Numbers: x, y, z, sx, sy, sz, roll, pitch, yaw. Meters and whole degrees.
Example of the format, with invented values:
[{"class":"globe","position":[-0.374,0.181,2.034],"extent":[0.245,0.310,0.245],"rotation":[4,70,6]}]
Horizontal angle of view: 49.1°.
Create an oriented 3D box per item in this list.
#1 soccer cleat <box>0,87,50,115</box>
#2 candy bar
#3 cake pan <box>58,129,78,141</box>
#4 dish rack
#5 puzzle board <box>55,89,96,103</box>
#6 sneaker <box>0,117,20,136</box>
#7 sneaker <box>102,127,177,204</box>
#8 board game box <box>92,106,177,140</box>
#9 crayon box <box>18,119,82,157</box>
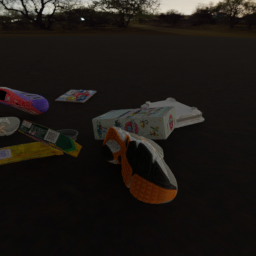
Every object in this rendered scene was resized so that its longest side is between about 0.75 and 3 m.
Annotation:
[{"class":"soccer cleat","position":[-3.474,-0.873,8.965],"extent":[2.001,0.683,0.732],"rotation":[17,6,14]},{"class":"candy bar","position":[-2.365,0.552,6.180],"extent":[1.816,0.201,0.453],"rotation":[-10,66,-26]},{"class":"cake pan","position":[-1.714,0.252,7.206],"extent":[0.878,0.161,0.878],"rotation":[-5,19,2]},{"class":"dish rack","position":[1.360,-0.554,9.003],"extent":[1.580,0.401,1.841],"rotation":[-11,26,-28]},{"class":"puzzle board","position":[-2.053,-1.315,11.201],"extent":[1.169,0.135,1.552],"rotation":[5,23,11]},{"class":"sneaker","position":[-3.289,-0.102,7.078],"extent":[0.492,0.598,1.299],"rotation":[48,37,14]},{"class":"sneaker","position":[0.395,0.608,5.408],"extent":[1.108,0.912,2.408],"rotation":[10,16,-28]},{"class":"board game box","position":[0.210,-0.134,7.151],"extent":[1.808,0.581,1.334],"rotation":[-3,14,22]},{"class":"crayon box","position":[-1.581,0.218,5.762],"extent":[0.997,0.291,0.860],"rotation":[18,-13,25]}]
